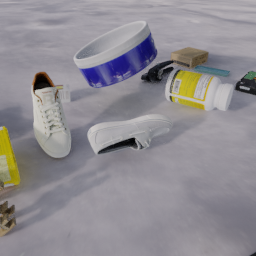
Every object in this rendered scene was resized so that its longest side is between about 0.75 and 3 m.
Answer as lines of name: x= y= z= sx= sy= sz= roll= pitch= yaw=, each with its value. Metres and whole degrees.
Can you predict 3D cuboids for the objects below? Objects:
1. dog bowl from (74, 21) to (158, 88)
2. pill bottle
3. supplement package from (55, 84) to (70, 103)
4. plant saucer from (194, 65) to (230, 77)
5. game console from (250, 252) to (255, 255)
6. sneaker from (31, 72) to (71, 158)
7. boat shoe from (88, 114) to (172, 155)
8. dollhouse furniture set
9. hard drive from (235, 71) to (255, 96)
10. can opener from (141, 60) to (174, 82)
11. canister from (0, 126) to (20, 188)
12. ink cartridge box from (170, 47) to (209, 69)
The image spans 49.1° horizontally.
dog bowl: x=-0.449 y=-2.760 z=10.415 sx=2.960 sy=1.166 sz=2.960 roll=-21 pitch=29 yaw=12
pill bottle: x=2.751 y=-1.428 z=10.839 sx=2.340 sy=1.315 sz=1.315 roll=18 pitch=37 yaw=25
supplement package: x=-2.919 y=-1.392 z=11.458 sx=1.064 sy=0.583 sz=0.605 roll=-6 pitch=33 yaw=-10
plant saucer: x=4.265 y=-2.904 z=14.263 sx=1.711 sy=0.162 sz=0.598 roll=17 pitch=36 yaw=26
game console: x=3.454 y=2.824 z=5.015 sx=2.322 sy=0.360 sz=2.054 roll=-15 pitch=35 yaw=-23
sneaker: x=-2.428 y=-0.474 z=8.422 sx=1.014 sy=1.179 sz=2.784 roll=-15 pitch=66 yaw=-19
boat shoe: x=0.200 y=0.255 z=8.622 sx=2.784 sy=1.002 sz=0.954 roll=-5 pitch=57 yaw=-25
dollhouse furniture set: x=-3.224 y=1.747 z=6.144 sx=0.845 sy=1.115 sz=1.272 roll=-40 pitch=37 yaw=2
hard drive: x=5.875 y=-2.005 z=12.610 sx=1.443 sy=0.391 sz=2.065 roll=21 pitch=39 yaw=30
can opener: x=1.603 y=-2.867 z=13.613 sx=0.968 sy=0.781 sz=2.463 roll=21 pitch=38 yaw=31
canister: x=-4.320 y=0.990 z=7.127 sx=2.669 sy=1.155 sz=1.982 roll=-14 pitch=39 yaw=-24
ink cartridge box: x=3.371 y=-3.877 z=15.345 sx=1.666 sy=0.626 sz=1.372 roll=-27 pitch=40 yaw=-36
